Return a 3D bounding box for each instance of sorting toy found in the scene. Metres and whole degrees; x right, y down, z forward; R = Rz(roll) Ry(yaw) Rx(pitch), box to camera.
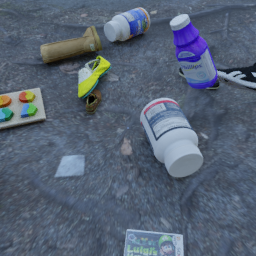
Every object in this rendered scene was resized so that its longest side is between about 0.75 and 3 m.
[{"bbox_3d":[-4.542,-0.883,11.403,2.084,0.411,2.251,-13,45,-14],"label":"sorting toy"}]

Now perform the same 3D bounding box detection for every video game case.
[{"bbox_3d":[0.655,3.345,7.167,1.535,0.179,1.395,4,44,4],"label":"video game case"}]

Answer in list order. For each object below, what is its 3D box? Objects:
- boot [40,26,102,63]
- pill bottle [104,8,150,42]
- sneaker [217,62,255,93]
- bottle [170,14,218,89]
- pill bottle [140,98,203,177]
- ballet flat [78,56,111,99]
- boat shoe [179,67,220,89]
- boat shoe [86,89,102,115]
[{"bbox_3d":[-3.020,-4.440,14.699,2.991,0.989,2.620,-15,33,-6],"label":"boot"},{"bbox_3d":[-0.068,-5.747,15.757,2.505,1.403,1.403,-34,53,-29],"label":"pill bottle"},{"bbox_3d":[4.078,-1.920,9.546,2.088,0.763,1.168,30,89,39],"label":"sneaker"},{"bbox_3d":[1.906,-2.194,8.259,0.948,2.270,0.741,4,51,41],"label":"bottle"},{"bbox_3d":[1.448,0.313,9.357,1.514,1.514,2.532,-10,45,-10],"label":"pill bottle"},{"bbox_3d":[-1.671,-2.374,12.492,0.935,0.938,2.797,-22,25,39],"label":"ballet flat"},{"bbox_3d":[3.269,-2.450,12.881,0.777,0.666,2.124,-34,54,-31],"label":"boat shoe"},{"bbox_3d":[-1.408,-1.217,11.674,0.543,0.513,1.508,3,44,3],"label":"boat shoe"}]
